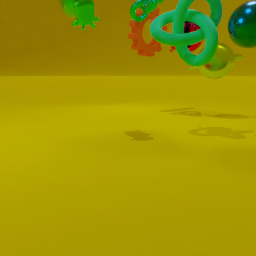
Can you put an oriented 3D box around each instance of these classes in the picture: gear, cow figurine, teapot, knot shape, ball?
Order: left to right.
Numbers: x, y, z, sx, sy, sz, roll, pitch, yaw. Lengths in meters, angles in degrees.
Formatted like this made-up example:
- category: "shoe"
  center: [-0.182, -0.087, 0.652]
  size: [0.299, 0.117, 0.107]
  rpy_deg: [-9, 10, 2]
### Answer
- category: "cow figurine"
  center: [-1.118, -2.653, 6.190]
  size: [0.642, 1.151, 1.170]
  rpy_deg: [-20, 8, -20]
- category: "knot shape"
  center: [0.616, -4.214, 9.643]
  size: [1.276, 0.630, 1.364]
  rpy_deg: [-39, 13, 13]
- category: "gear"
  center: [0.808, -3.805, 11.107]
  size: [1.865, 1.865, 0.345]
  rpy_deg: [-10, 23, -41]
- category: "teapot"
  center: [1.554, -2.373, 7.313]
  size: [1.335, 0.830, 0.654]
  rpy_deg: [-31, -1, 34]
- category: "knot shape"
  center: [1.539, -2.496, 6.631]
  size: [1.766, 1.653, 0.816]
  rpy_deg: [38, 12, 12]
- category: "teapot"
  center: [3.045, -2.331, 9.971]
  size: [2.024, 1.258, 0.991]
  rpy_deg: [-9, -3, 17]
- category: "ball"
  center: [2.709, -2.259, 6.147]
  size: [0.987, 0.987, 0.987]
  rpy_deg: [0, 12, 0]
